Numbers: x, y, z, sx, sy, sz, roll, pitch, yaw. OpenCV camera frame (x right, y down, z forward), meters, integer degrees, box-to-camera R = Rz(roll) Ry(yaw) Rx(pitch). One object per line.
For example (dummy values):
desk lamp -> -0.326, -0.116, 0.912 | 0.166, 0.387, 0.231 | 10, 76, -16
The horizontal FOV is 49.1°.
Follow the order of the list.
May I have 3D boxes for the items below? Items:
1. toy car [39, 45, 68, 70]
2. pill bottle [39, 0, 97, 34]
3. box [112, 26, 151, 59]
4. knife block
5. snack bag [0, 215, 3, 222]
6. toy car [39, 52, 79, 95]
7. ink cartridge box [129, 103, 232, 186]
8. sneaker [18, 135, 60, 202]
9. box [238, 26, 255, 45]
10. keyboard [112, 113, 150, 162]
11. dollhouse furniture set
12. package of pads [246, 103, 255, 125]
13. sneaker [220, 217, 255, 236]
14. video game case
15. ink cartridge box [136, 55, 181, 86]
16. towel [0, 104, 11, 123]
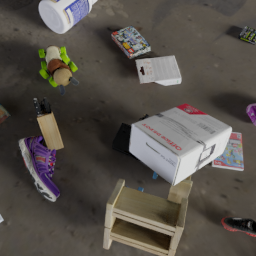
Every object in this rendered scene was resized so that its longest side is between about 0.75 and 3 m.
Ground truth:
toy car -> -3.325, -3.251, 12.580 | 1.111, 1.067, 1.352 | -8, 29, -10
pill bottle -> -2.795, -6.107, 13.764 | 1.688, 1.688, 2.821 | 31, 62, 18
box -> 0.135, -4.088, 13.275 | 1.164, 0.339, 1.700 | -27, 61, -17
knife block -> -2.915, -0.218, 10.071 | 0.557, 1.530, 1.742 | -18, 59, -10
snack bag -> -4.503, 2.911, 8.913 | 0.810, 0.087, 0.764 | -37, 64, -22
toy car -> -2.559, -2.002, 11.237 | 1.271, 1.221, 1.547 | -38, 58, 2
ink cartridge box -> 1.606, 0.368, 8.711 | 2.632, 1.097, 1.912 | -22, 44, -37
sneaker -> -2.849, 1.219, 9.475 | 1.099, 1.062, 2.635 | -22, 59, -20
box -> 5.939, -4.520, 13.636 | 0.881, 0.217, 0.912 | 31, 61, 16
keyboard -> 1.015, 0.510, 10.346 | 2.957, 0.305, 1.879 | 22, 66, 12
dollhouse furniture set -> 0.714, 2.247, 8.548 | 2.000, 1.988, 2.837 | 15, 34, 11
package of pads -> 5.451, -0.632, 10.943 | 1.361, 0.515, 0.820 | -10, 55, -7
sneaker -> 3.488, 2.959, 8.576 | 1.249, 0.610, 0.442 | 12, 60, 10
video game case -> 3.625, 0.778, 10.260 | 1.092, 0.133, 1.527 | 8, 58, 5
ink cartridge box -> 1.305, -2.458, 12.219 | 1.763, 0.442, 1.419 | -9, 58, 0
towel -> -5.324, -0.594, 11.153 | 1.147, 0.124, 0.841 | 38, 66, 22
